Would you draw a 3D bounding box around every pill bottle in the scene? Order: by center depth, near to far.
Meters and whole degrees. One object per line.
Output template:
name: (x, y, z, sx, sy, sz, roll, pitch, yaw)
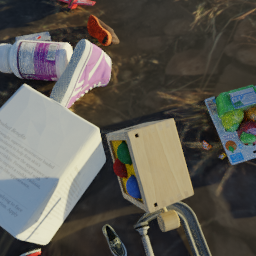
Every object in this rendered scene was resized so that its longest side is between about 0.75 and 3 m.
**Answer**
pill bottle: (-3.147, -2.309, 9.576, 2.337, 1.312, 1.312, 4, 63, 2)

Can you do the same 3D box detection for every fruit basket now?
fruit basket: (3.707, -0.191, 8.674, 2.051, 1.038, 2.214, -15, 67, -7)

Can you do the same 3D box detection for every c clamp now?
c clamp: (0.964, 3.401, 7.203, 2.486, 0.394, 2.910, -10, 64, -5)

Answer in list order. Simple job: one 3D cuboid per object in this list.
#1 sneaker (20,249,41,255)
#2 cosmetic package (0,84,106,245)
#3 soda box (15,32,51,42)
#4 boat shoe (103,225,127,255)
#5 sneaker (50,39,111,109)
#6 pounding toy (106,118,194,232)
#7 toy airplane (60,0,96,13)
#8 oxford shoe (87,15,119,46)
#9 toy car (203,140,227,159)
sneaker: (-2.683, 3.489, 7.219, 1.037, 0.399, 0.441, -30, 77, -6)
cosmetic package: (-2.393, 1.004, 7.270, 2.406, 2.408, 2.919, 31, 68, 14)
soda box: (-3.544, -3.240, 10.548, 1.252, 0.397, 0.427, -13, 64, -6)
boat shoe: (-0.388, 3.015, 7.420, 0.355, 0.349, 0.985, -34, 68, -16)
sneaker: (-1.460, -1.356, 9.281, 0.976, 1.535, 2.693, 40, 101, 46)
pounding toy: (0.304, 1.075, 5.509, 1.021, 1.960, 2.231, -16, 93, -19)
toy airplane: (-2.121, -5.447, 11.686, 1.918, 0.353, 1.918, -2, 61, 4)
oxford shoe: (-0.995, -3.721, 10.784, 0.665, 0.652, 1.833, -6, 50, -40)
toy car: (2.614, 0.692, 8.608, 0.777, 0.381, 0.258, 41, 102, 25)
